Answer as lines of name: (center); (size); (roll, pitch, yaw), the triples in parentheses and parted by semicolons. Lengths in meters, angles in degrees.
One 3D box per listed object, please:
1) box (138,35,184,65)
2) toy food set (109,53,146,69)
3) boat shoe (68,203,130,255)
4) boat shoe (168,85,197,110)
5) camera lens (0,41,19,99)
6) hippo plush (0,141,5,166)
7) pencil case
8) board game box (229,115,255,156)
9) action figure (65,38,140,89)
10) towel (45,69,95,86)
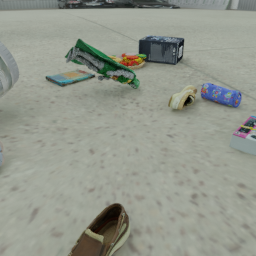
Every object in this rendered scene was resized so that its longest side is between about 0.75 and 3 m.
box: (1.800, -4.235, 15.078); (2.124, 1.137, 1.576); (10, 30, 19)
toy food set: (-0.125, -3.450, 14.279); (2.023, 0.492, 2.002); (14, 31, 26)
boat shoe: (-0.567, 1.790, 4.152); (0.672, 0.673, 1.819); (12, 30, 22)
boat shoe: (2.002, -0.991, 9.616); (0.554, 0.617, 1.668); (31, 41, 26)
camera lens: (-4.821, -1.390, 8.162); (2.086, 2.086, 2.608); (15, 48, 26)
hippo plush: (-3.498, 0.695, 6.296); (0.993, 0.984, 1.235); (-25, 9, 16)
pencil case: (3.271, -1.189, 9.883); (1.430, 0.621, 0.558); (25, 2, 38)
board game box: (3.472, 0.213, 7.410); (1.020, 0.444, 1.382); (22, 34, 34)
action figure: (-0.777, -2.213, 10.603); (2.993, 0.819, 1.768); (19, -12, -27)
towel: (-2.537, -2.269, 12.370); (1.333, 0.197, 1.818); (26, 37, 38)
